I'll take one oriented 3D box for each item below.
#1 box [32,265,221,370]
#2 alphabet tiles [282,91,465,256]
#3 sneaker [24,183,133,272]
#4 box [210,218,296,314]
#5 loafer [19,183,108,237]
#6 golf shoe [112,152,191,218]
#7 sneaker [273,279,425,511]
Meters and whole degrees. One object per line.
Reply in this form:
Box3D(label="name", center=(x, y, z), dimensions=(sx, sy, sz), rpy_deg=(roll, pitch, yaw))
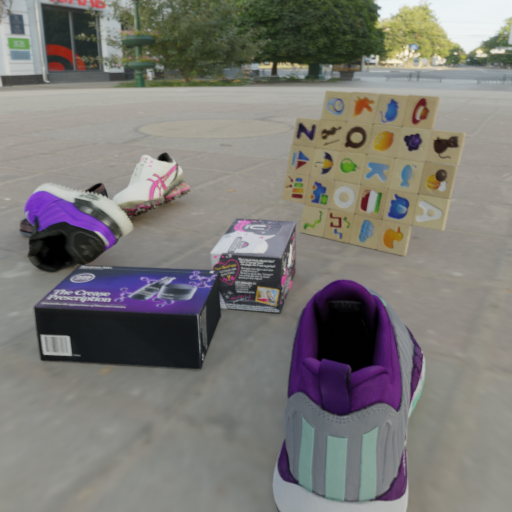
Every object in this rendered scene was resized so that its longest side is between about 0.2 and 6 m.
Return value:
Box3D(label="box", center=(-1.454, 0.680, 6.722), dimensions=(1.876, 0.740, 1.324), rpy_deg=(2, 18, 6))
Box3D(label="alphabet tiles", center=(1.910, -1.516, 9.871), dimensions=(3.197, 2.660, 0.101), rpy_deg=(15, 9, 35))
Box3D(label="sneaker", center=(-3.299, -0.399, 9.136), dimensions=(2.667, 0.927, 1.327), rpy_deg=(9, 52, 43))
Box3D(label="box", center=(-0.004, 0.082, 8.052), dimensions=(1.005, 0.872, 1.521), rpy_deg=(4, 21, 11))
Box3D(label="loafer", center=(-3.769, -0.952, 11.051), dimensions=(0.745, 0.653, 2.073), rpy_deg=(17, 27, 29))
Box3D(label="golf shoe", center=(-2.312, -1.476, 11.639), dimensions=(0.888, 1.126, 2.445), rpy_deg=(-20, 11, 24))
Box3D(label="sneaker", center=(1.002, 0.745, 5.270), dimensions=(1.366, 1.607, 3.672), rpy_deg=(3, 21, 9))
